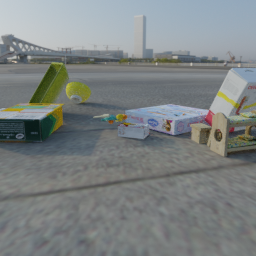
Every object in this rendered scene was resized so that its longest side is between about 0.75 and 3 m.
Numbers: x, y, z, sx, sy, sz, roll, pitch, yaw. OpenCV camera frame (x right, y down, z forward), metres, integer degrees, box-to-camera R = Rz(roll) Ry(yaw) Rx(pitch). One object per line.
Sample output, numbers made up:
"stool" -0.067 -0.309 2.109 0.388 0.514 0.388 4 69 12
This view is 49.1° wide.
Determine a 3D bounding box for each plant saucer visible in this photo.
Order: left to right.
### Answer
"plant saucer" -3.308 -1.518 11.651 0.588 2.454 2.458 30 -1 -29

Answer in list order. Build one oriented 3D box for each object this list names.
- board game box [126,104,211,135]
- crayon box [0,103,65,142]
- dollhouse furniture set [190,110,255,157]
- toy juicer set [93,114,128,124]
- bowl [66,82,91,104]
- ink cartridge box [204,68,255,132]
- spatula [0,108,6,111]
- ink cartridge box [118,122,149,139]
"board game box" 1.527 -0.366 9.774 2.335 0.482 2.340 -11 17 -37
"crayon box" -3.118 -0.245 8.853 1.691 0.694 2.689 1 14 2
"dollhouse furniture set" 2.855 -0.055 7.410 1.808 1.005 1.599 -4 14 -17
"toy juicer set" -0.438 -0.254 8.098 0.967 0.263 0.615 -1 -2 -39
"bowl" -2.608 -1.687 14.394 1.314 1.314 0.707 2 56 10
"ink cartridge box" 3.363 -0.818 8.513 1.340 1.846 0.770 -8 43 -30
"spatula" -5.063 -0.529 11.226 1.517 0.175 2.181 5 19 18
"ink cartridge box" 0.191 0.050 8.382 0.815 0.342 0.716 5 14 19
